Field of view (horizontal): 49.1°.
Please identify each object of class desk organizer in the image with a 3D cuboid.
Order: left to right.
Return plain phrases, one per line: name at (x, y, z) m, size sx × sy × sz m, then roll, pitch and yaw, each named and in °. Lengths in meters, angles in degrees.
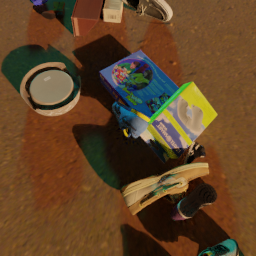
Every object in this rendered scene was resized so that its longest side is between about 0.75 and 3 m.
desk organizer at (-1.600, -5.344, 12.266) m, size 1.104 × 1.028 × 2.866 m, roll 7°, pitch 61°, yaw 1°

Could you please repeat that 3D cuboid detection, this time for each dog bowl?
dog bowl at (-2.761, -1.390, 10.268) m, size 2.172 × 0.637 × 2.172 m, roll 0°, pitch 60°, yaw 0°

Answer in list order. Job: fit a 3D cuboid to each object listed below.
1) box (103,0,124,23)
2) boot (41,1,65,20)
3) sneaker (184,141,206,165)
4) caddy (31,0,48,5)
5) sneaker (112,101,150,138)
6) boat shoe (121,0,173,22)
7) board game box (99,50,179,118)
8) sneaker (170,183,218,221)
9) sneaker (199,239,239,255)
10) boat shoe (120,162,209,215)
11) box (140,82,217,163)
box at (-0.638, -5.380, 12.465) m, size 0.785 × 0.669 × 1.228 m, roll 6°, pitch 61°, yaw 2°
boot at (-3.375, -5.415, 12.674) m, size 0.995 × 0.362 × 1.057 m, roll -4°, pitch 60°, yaw -2°
sneaker at (2.211, 0.923, 9.114) m, size 0.569 × 0.372 × 1.017 m, roll 22°, pitch 61°, yaw 16°
caddy at (-4.117, -6.091, 12.895) m, size 0.910 × 0.643 × 0.478 m, roll -25°, pitch 70°, yaw -14°
sneaker at (-0.106, -0.264, 8.914) m, size 0.845 × 0.711 × 2.156 m, roll -60°, pitch 30°, yaw 1°
boat shoe at (0.604, -5.306, 12.101) m, size 2.697 × 0.972 × 0.957 m, roll 31°, pitch 66°, yaw 1°
board game box at (0.538, -1.405, 10.265) m, size 1.925 × 0.641 × 2.863 m, roll -32°, pitch 66°, yaw -16°
sneaker at (1.896, 2.184, 8.310) m, size 1.743 × 0.763 × 0.660 m, roll -16°, pitch 68°, yaw -37°
sneaker at (2.314, 3.391, 7.325) m, size 1.705 × 0.676 × 0.630 m, roll -22°, pitch 22°, yaw -31°
boat shoe at (1.203, 1.788, 8.339) m, size 2.806 × 1.038 × 0.931 m, roll -17°, pitch 71°, yaw -9°
box at (1.648, -0.181, 9.134) m, size 2.452 × 0.584 × 1.495 m, roll -45°, pitch 102°, yaw -19°
